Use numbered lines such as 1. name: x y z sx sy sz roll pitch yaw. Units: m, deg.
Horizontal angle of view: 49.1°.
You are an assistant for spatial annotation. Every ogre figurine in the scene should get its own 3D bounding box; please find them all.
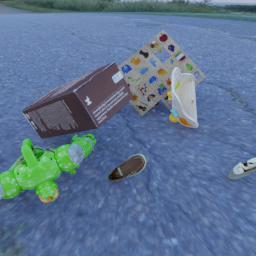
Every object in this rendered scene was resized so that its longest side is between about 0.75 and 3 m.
1. ogre figurine: -1.699 0.761 5.325 2.365 1.160 1.418 -5 1 -12

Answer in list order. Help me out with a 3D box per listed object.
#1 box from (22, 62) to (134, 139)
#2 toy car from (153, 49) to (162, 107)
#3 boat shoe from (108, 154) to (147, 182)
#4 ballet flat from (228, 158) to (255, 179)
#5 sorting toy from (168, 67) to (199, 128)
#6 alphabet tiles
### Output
1. box: -1.340 -0.592 6.976 2.751 1.031 1.377 -11 27 49
2. toy car: 0.754 -1.986 10.395 0.836 1.232 2.512 5 51 -4
3. boat shoe: -0.036 0.900 5.981 0.387 1.046 0.386 -20 75 -51
4. ballet flat: 2.589 0.832 6.081 1.017 0.324 0.343 -28 32 37
5. sorting toy: 1.538 -0.995 8.312 0.894 1.506 1.673 -5 68 17
6. alphabet tiles: 0.974 -1.703 9.312 2.607 2.179 0.098 -41 -1 -10
